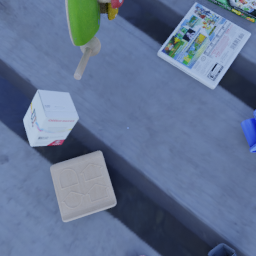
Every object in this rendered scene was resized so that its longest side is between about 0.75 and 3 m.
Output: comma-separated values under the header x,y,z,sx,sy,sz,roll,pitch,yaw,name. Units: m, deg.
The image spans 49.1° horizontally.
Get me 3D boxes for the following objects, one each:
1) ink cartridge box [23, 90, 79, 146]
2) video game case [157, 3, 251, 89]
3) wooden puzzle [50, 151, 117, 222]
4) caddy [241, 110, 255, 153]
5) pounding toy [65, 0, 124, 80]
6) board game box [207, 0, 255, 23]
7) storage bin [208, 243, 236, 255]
x,y,z,sx,sy,sz,roll,pitch,yaw,name
-2.012,-0.240,7.258,0.903,1.243,0.899,0,54,-41,ink cartridge box
2.718,-2.977,9.990,2.344,0.283,2.572,34,78,9,video game case
-1.371,1.763,8.606,1.672,0.418,1.805,-17,70,-5,wooden puzzle
4.720,0.000,8.322,2.552,1.804,1.340,-15,70,-11,caddy
-0.756,-2.899,7.179,1.289,2.777,2.143,0,38,-1,pounding toy
3.969,-5.012,10.575,2.435,0.286,1.276,31,79,8,board game box
2.729,3.768,7.794,0.679,0.933,0.626,-33,86,-9,storage bin
